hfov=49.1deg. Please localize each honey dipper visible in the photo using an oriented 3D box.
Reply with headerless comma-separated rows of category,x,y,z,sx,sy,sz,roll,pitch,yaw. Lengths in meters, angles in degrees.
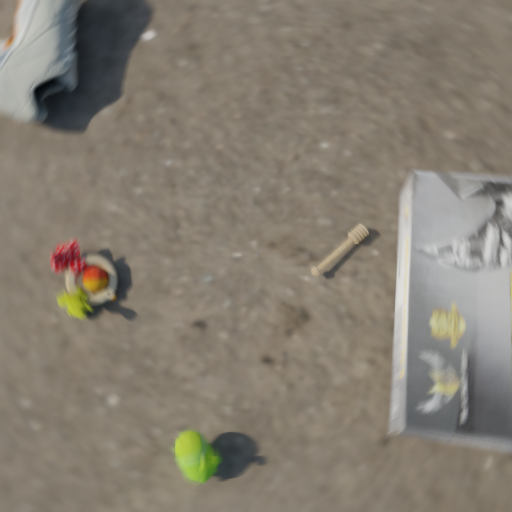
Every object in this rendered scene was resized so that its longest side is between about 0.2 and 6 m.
honey dipper,1.306,-0.079,8.901,1.141,0.217,0.217,-39,79,-13

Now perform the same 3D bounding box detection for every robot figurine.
robot figurine,-0.866,2.848,7.971,0.470,0.713,0.813,-36,122,-27

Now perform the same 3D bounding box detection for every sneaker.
sneaker,-3.418,-3.512,9.463,1.332,1.096,2.896,30,86,-1

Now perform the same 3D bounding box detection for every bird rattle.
bird rattle,-2.675,0.353,8.733,0.980,0.677,1.202,-4,76,-24

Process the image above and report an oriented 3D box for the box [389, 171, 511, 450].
box,3.622,0.783,8.134,3.072,0.937,3.879,7,70,3
